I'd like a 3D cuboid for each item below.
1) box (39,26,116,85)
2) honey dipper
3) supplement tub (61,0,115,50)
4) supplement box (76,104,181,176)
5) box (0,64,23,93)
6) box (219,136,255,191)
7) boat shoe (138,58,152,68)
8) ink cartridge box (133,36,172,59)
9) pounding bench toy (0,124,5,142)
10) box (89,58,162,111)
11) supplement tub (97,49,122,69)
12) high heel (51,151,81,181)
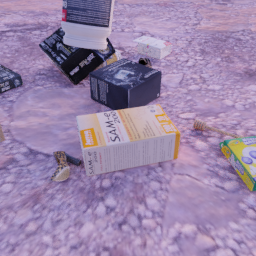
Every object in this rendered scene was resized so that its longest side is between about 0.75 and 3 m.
[{"bbox_3d":[-2.177,-3.325,11.701,2.201,1.158,2.688,-42,46,-6],"label":"box"},{"bbox_3d":[2.749,0.069,8.525,1.515,0.288,0.288,19,40,22],"label":"honey dipper"},{"bbox_3d":[-0.998,-3.003,7.034,1.284,1.830,1.284,8,21,-3],"label":"supplement tub"},{"bbox_3d":[-0.049,0.246,7.691,2.524,0.928,1.590,-10,36,-12],"label":"supplement box"},{"bbox_3d":[-5.455,-1.784,10.915,1.641,0.446,2.048,27,44,32],"label":"box"},{"bbox_3d":[3.264,0.798,7.383,1.057,0.436,1.801,-7,35,-10],"label":"box"},{"bbox_3d":[0.724,-2.730,12.103,0.598,0.588,1.605,6,36,8],"label":"boat shoe"},{"bbox_3d":[1.163,-4.011,13.884,1.721,0.581,1.002,27,44,30],"label":"ink cartridge box"},{"bbox_3d":[-4.877,-0.181,8.034,1.991,1.237,1.553,-22,41,-27],"label":"pounding bench toy"},{"bbox_3d":[-0.080,-1.523,10.018,1.871,1.098,1.840,28,44,31],"label":"box"},{"bbox_3d":[-0.894,-3.005,12.323,1.069,0.773,0.773,-30,45,-34],"label":"supplement tub"},{"bbox_3d":[-1.827,0.958,7.122,0.825,0.413,1.158,20,25,17],"label":"high heel"}]
